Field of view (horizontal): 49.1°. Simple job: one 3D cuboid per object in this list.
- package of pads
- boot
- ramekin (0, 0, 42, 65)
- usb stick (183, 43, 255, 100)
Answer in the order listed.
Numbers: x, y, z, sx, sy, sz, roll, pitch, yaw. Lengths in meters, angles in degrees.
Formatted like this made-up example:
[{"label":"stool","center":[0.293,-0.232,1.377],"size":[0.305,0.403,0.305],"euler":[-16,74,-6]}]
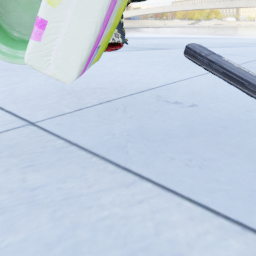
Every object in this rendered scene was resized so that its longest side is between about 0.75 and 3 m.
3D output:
[{"label":"package of pads","center":[-0.457,-2.093,4.177],"size":[0.876,2.568,1.984],"euler":[26,22,-6]},{"label":"boot","center":[-0.283,-3.487,8.672],"size":[2.868,2.166,1.035],"euler":[-13,-4,-32]},{"label":"ramekin","center":[-2.928,-3.303,7.621],"size":[2.820,2.820,1.377],"euler":[1,35,2]},{"label":"usb stick","center":[2.184,-1.148,5.881],"size":[0.737,0.433,2.656],"euler":[7,30,-40]}]
